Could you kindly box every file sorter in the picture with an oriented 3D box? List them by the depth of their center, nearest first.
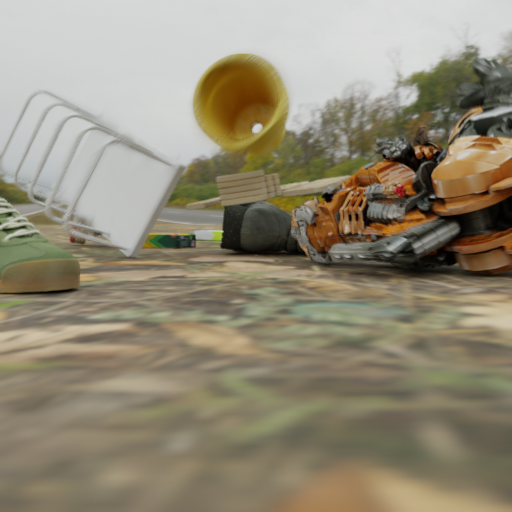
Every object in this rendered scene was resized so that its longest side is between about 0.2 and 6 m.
[{"bbox_3d":[-2.487,-1.254,8.174,2.223,1.542,1.384,35,9,35],"label":"file sorter"}]

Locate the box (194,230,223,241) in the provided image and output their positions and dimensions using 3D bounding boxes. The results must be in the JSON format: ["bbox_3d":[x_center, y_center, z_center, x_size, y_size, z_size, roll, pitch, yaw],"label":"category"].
[{"bbox_3d":[-1.088,-0.532,14.769,1.154,0.275,0.704,4,5,41],"label":"box"}]

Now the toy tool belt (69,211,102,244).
[{"bbox_3d":[-3.035,-0.886,11.585,1.362,1.384,2.217,11,-39,-19],"label":"toy tool belt"}]

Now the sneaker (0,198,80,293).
[{"bbox_3d":[-2.418,-0.208,4.880,2.117,0.951,0.710,2,4,30],"label":"sneaker"}]

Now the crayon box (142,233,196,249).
[{"bbox_3d":[-1.887,-0.303,11.215,1.165,0.296,0.739,2,4,29],"label":"crayon box"}]

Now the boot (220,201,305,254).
[{"bbox_3d":[0.528,-0.432,9.902,1.957,1.015,2.996,8,10,4],"label":"boot"}]

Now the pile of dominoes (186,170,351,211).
[{"bbox_3d":[0.299,-1.165,8.746,2.106,0.430,2.702,-6,9,20],"label":"pile of dominoes"}]

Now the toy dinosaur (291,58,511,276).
[{"bbox_3d":[2.578,-0.587,6.156,4.636,2.368,3.147,20,39,37],"label":"toy dinosaur"}]

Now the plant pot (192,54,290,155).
[{"bbox_3d":[-0.098,-1.919,7.649,1.245,1.245,1.172,1,-8,15],"label":"plant pot"}]
